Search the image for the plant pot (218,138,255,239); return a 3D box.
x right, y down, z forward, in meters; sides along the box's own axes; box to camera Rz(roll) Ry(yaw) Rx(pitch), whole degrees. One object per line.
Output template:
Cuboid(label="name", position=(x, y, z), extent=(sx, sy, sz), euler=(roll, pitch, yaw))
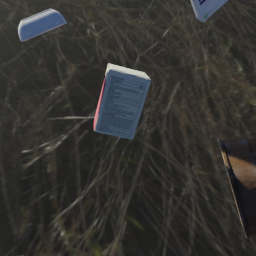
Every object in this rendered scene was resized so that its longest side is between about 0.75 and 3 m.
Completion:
Cuboid(label="plant pot", position=(2.575, 0.813, 4.639), extent=(1.702, 1.719, 1.719), euler=(-15, 62, 17))

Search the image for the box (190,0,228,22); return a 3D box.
Cuboid(label="box", position=(2.275, -4.170, 7.654), extent=(1.493, 2.068, 0.376), euler=(-41, 54, 4))

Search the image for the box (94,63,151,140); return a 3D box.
Cuboid(label="box", position=(-0.123, -0.437, 4.577), extent=(0.671, 1.049, 0.571), euler=(13, 20, -11))

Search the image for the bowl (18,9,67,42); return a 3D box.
Cuboid(label="bowl", position=(-1.356, -1.612, 4.348), extent=(0.755, 0.282, 0.756), euler=(-25, 24, -5))
